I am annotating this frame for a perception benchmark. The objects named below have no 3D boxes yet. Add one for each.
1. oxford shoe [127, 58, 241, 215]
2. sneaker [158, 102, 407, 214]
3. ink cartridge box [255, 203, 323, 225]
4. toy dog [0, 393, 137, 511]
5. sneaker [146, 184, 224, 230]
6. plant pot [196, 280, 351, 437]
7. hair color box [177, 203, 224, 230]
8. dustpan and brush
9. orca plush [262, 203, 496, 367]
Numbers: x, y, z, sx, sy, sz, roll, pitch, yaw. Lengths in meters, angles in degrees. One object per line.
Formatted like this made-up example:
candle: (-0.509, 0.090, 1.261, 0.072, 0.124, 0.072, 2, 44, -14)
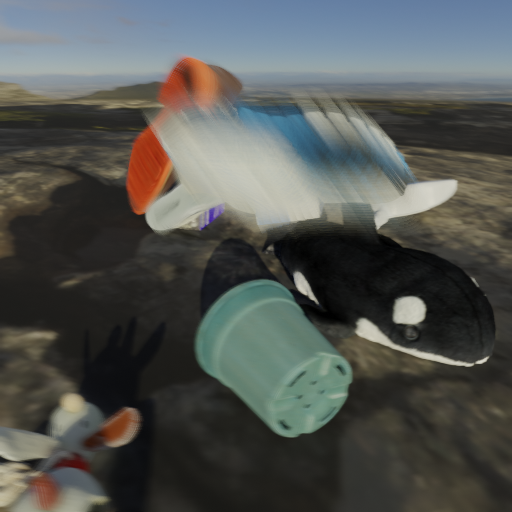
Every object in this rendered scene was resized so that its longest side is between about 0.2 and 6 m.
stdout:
oxford shoe: (-1.403, -2.044, 10.599, 1.239, 3.417, 1.216, -3, 54, -43)
sneaker: (0.312, -0.975, 6.595, 2.843, 1.232, 1.066, 13, 53, 15)
ink cartridge box: (0.566, -1.036, 9.143, 1.022, 0.590, 1.400, -7, 21, 13)
toy dog: (-1.331, 1.421, 3.740, 1.198, 0.875, 1.817, -12, 23, -32)
sneaker: (-1.018, -1.093, 9.929, 2.000, 0.731, 0.708, -24, 1, 13)
plant pot: (0.196, 0.937, 4.990, 1.107, 1.107, 1.085, -11, 29, -29)
hair color box: (-1.214, -0.941, 11.091, 0.777, 0.461, 1.422, 9, 23, 13)
dustpan and brush: (2.601, -0.964, 10.995, 1.959, 0.803, 2.807, -1, 9, 36)
orca plush: (1.440, -0.195, 7.366, 2.238, 1.512, 4.254, -3, 20, -9)
